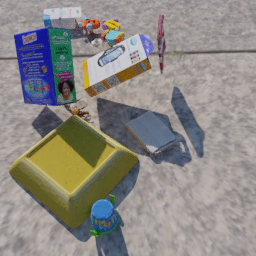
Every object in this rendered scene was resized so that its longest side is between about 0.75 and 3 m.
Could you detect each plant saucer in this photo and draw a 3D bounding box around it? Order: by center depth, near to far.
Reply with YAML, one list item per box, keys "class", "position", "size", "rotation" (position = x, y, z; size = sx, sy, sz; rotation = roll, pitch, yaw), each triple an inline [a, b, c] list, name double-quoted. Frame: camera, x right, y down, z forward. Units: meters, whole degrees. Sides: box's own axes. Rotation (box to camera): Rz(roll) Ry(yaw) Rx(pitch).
- class: "plant saucer"
  position: [-1.533, 0.865, 7.830]
  size: [2.727, 0.661, 2.727]
  rotation: [32, 58, 23]

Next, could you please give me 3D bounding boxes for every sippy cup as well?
- class: "sippy cup"
  position: [-0.600, 2.106, 6.814]
  size: [0.735, 0.686, 0.936]
  rotation: [-10, 52, -7]

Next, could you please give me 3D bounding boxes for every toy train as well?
- class: "toy train"
  position: [-1.077, -3.945, 11.803]
  size: [1.711, 0.634, 2.278]
  rotation: [-14, 49, -10]

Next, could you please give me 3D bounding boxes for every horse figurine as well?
- class: "horse figurine"
  position: [-1.715, -0.737, 9.328]
  size: [0.686, 0.258, 1.034]
  rotation: [-38, 66, 1]

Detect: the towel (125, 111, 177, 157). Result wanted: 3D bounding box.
- class: "towel"
  position: [0.713, 0.133, 8.690]
  size: [1.003, 0.261, 1.514]
  rotation: [-28, 56, -22]

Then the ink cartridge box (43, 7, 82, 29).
- class: "ink cartridge box"
  position: [-2.898, -4.917, 12.579]
  size: [1.661, 0.563, 0.963]
  rotation: [-6, 51, -5]

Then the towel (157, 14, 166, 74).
- class: "towel"
  position: [1.128, -2.754, 9.304]
  size: [0.182, 1.604, 1.155]
  rotation: [2, 59, 12]

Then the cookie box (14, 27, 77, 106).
- class: "cookie box"
  position: [-2.515, -1.827, 8.531]
  size: [1.851, 2.164, 0.813]
  rotation: [8, 18, 40]

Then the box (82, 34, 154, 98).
- class: "box"
  position: [-0.296, -2.072, 8.984]
  size: [2.454, 0.509, 1.461]
  rotation: [-22, 48, 12]
